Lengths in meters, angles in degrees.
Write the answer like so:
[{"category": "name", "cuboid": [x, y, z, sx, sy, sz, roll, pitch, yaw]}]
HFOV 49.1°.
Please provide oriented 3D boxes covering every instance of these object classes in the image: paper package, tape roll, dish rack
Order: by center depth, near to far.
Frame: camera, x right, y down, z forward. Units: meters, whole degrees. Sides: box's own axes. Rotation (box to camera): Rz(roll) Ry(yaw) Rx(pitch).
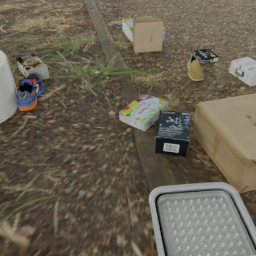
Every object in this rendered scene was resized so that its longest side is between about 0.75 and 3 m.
[{"category": "dish rack", "cuboid": [1.567, 2.239, 5.744, 2.085, 0.529, 2.430, -4, 40, -3]}, {"category": "paper package", "cuboid": [3.353, 0.245, 7.553, 2.314, 1.256, 2.428, -11, 40, -13]}, {"category": "tape roll", "cuboid": [-5.023, -1.328, 9.050, 2.533, 1.739, 2.533, -1, 40, 0]}, {"category": "paper package", "cuboid": [0.893, -4.243, 12.800, 1.343, 1.409, 0.729, -7, 40, -6]}]

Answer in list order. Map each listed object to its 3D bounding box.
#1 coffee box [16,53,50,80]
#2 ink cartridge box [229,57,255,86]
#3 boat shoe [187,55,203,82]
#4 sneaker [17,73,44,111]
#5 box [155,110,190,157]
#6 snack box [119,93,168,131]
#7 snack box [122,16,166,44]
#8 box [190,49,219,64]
[{"category": "coffee box", "cuboid": [-3.843, -2.428, 11.286, 0.788, 0.556, 1.394, -25, 46, -27]}, {"category": "ink cartridge box", "cuboid": [4.815, -2.258, 11.095, 0.930, 0.536, 1.275, -16, 43, -19]}, {"category": "boat shoe", "cuboid": [2.691, -2.458, 11.284, 0.566, 0.601, 1.579, -2, 40, -3]}, {"category": "sneaker", "cuboid": [-3.459, -1.434, 9.925, 0.727, 0.757, 1.931, -3, 41, -5]}, {"category": "box", "cuboid": [1.302, 0.140, 8.137, 0.920, 0.664, 1.240, 6, 40, 7]}, {"category": "snack box", "cuboid": [0.527, -0.551, 9.184, 1.009, 0.376, 1.419, 25, 46, 27]}, {"category": "snack box", "cuboid": [0.754, -5.017, 14.287, 1.682, 0.675, 1.995, -12, 40, -13]}, {"category": "box", "cuboid": [3.390, -3.200, 12.471, 0.942, 0.236, 0.949, -9, 40, -12]}]
